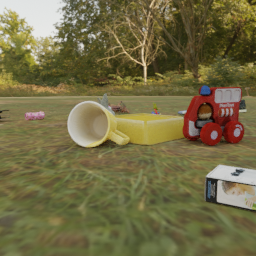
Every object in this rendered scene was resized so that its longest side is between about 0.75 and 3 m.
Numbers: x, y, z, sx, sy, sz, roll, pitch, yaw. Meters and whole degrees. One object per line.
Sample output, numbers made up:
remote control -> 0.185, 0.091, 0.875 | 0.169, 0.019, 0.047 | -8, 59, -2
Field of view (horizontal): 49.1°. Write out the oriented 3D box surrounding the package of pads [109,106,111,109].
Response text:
package of pads -> -1.679, -0.930, 14.962 | 1.289, 0.569, 1.668 | -2, 9, -17

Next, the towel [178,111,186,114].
towel -> 4.064, -0.781, 14.987 | 1.816, 0.294, 2.473 | -5, 8, -22

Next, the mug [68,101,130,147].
mug -> -0.775, 0.034, 7.535 | 1.152, 1.439, 1.181 | -31, -8, 12

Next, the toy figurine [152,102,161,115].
toy figurine -> 0.998, -0.541, 11.292 | 0.528, 0.882, 0.465 | -28, -26, 23

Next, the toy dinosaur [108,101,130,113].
toy dinosaur -> -0.704, -1.176, 16.648 | 1.530, 0.657, 1.037 | -7, 16, -9

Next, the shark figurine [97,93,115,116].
shark figurine -> -1.024, -0.803, 11.768 | 1.895, 1.323, 3.171 | 3, 10, 11

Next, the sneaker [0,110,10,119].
sneaker -> -6.313, -0.550, 11.996 | 1.135, 0.654, 2.177 | -1, 3, 31

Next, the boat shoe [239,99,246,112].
boat shoe -> 5.928, -1.450, 17.422 | 2.693, 0.893, 1.007 | 3, 9, 22

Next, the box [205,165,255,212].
box -> 1.677, 0.803, 3.647 | 1.183, 0.356, 0.690 | 5, 10, 31

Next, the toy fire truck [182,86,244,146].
toy fire truck -> 2.334, -0.383, 7.711 | 1.835, 1.541, 1.029 | -4, 9, -23

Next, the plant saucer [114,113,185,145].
plant saucer -> 0.505, -0.073, 8.904 | 2.517, 0.610, 2.516 | -8, 12, -43

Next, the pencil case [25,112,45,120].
pencil case -> -4.392, -0.571, 13.189 | 0.382, 0.365, 0.883 | 12, 15, 43
